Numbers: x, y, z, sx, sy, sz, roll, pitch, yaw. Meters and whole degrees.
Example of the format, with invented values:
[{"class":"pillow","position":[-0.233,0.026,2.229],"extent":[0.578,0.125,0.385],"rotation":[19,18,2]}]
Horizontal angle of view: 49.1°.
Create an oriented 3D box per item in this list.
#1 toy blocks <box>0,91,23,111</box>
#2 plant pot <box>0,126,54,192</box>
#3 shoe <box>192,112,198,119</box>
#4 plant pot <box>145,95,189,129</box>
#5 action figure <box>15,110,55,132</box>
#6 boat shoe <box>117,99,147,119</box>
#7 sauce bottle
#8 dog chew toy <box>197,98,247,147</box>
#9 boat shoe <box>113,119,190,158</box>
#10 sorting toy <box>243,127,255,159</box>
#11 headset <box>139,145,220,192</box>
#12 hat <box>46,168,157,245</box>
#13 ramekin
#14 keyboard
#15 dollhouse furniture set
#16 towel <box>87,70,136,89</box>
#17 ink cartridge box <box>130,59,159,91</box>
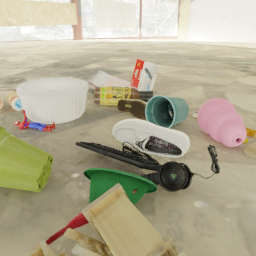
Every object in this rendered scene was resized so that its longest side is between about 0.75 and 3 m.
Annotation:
[{"class":"toy blocks","position":[-5.583,-1.137,12.936],"extent":[1.543,0.672,1.851],"rotation":[-13,26,-30]},{"class":"plant pot","position":[-2.768,0.920,7.076],"extent":[1.511,1.591,1.591],"rotation":[16,23,1]},{"class":"shoe","position":[3.258,-0.521,11.980],"extent":[0.977,0.261,0.342],"rotation":[6,23,15]},{"class":"plant pot","position":[1.637,-0.663,11.091],"extent":[1.385,1.385,1.357],"rotation":[19,22,38]},{"class":"action figure","position":[-3.697,-0.306,10.864],"extent":[1.593,0.789,0.520],"rotation":[2,22,11]},{"class":"boat shoe","position":[0.485,-0.909,12.384],"extent":[0.825,0.776,2.166],"rotation":[-4,20,-40]},{"class":"sauce bottle","position":[-0.199,-1.558,13.606],"extent":[2.864,0.927,0.927],"rotation":[0,22,0]},{"class":"dog chew toy","position":[3.332,-0.134,9.781],"extent":[1.389,1.389,2.230],"rotation":[-3,30,-8]},{"class":"boat shoe","position":[0.629,0.412,9.066],"extent":[2.636,0.949,0.903],"rotation":[18,26,16]},{"class":"sorting toy","position":[4.840,0.546,9.218],"extent":[2.178,0.391,2.923],"rotation":[-18,28,-37]},{"class":"headset","position":[1.131,1.020,6.749],"extent":[2.066,0.971,1.276],"rotation":[-11,-12,21]},{"class":"hat","position":[-0.458,1.900,6.004],"extent":[1.952,1.617,1.718],"rotation":[13,65,0]},{"class":"ramekin","position":[-3.198,-1.221,12.188],"extent":[2.984,1.390,2.984],"rotation":[1,22,0]},{"class":"keyboard","position":[-0.158,0.643,8.021],"extent":[2.771,0.549,1.442],"rotation":[14,-3,42]},{"class":"dollhouse furniture set","position":[-0.175,2.504,4.005],"extent":[2.213,1.391,2.502],"rotation":[-35,34,-14]},{"class":"towel","position":[-0.806,-2.348,15.327],"extent":[2.430,0.410,2.544],"rotation":[22,26,1]},{"class":"ink cartridge box","position":[0.770,-2.694,14.576],"extent":[1.356,1.539,0.344],"rotation":[25,22,24]}]
